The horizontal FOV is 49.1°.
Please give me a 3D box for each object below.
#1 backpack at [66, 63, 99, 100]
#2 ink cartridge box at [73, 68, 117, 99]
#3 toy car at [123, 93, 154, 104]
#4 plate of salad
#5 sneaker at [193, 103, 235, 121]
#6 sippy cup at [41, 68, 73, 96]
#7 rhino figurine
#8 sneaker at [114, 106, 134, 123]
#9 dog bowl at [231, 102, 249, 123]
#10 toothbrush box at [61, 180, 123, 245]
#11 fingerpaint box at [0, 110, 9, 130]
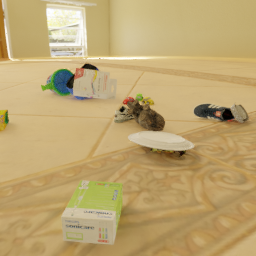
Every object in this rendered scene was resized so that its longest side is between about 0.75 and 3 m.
[{"bbox_3d":[-2.534,-2.626,16.912,2.066,1.733,1.678,-42,31,-10],"label":"backpack"},{"bbox_3d":[-1.429,-1.958,12.531,1.911,1.113,0.645,5,-17,-8],"label":"ink cartridge box"},{"bbox_3d":[0.626,-1.721,16.172,1.769,0.395,1.665,2,19,4],"label":"toy car"},{"bbox_3d":[1.081,0.525,9.355,2.211,0.531,2.211,7,11,-1],"label":"plate of salad"},{"bbox_3d":[3.933,-0.697,12.624,1.939,0.727,0.820,4,15,10],"label":"sneaker"},{"bbox_3d":[-4.453,-2.944,18.166,2.195,1.724,1.609,17,-6,-38],"label":"sippy cup"},{"bbox_3d":[0.619,-0.545,11.730,1.241,0.848,2.838,39,0,-26],"label":"rhino figurine"},{"bbox_3d":[-0.066,-0.720,12.833,0.560,0.669,1.511,10,20,32],"label":"sneaker"},{"bbox_3d":[4.942,-0.670,12.425,0.286,0.975,0.975,-38,-9,39],"label":"dog bowl"},{"bbox_3d":[-0.674,1.684,5.798,0.989,0.585,1.359,2,18,5],"label":"toothbrush box"},{"bbox_3d":[-5.899,-0.287,11.640,1.577,0.579,1.316,-5,18,-13],"label":"fingerpaint box"}]
